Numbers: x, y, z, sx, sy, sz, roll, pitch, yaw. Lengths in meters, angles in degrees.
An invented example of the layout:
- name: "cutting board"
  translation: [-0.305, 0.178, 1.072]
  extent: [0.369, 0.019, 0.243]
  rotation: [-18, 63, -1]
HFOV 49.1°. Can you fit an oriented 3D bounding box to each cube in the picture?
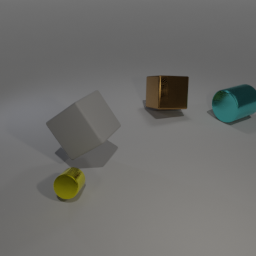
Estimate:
- name: "cube"
  translation: [-1.342, -0.108, 8.706]
  extent: [1.400, 1.400, 1.400]
  rotation: [-29, 9, 30]
- name: "cube"
  translation: [1.694, -1.573, 12.341]
  extent: [1.400, 1.400, 1.400]
  rotation: [-2, 9, -19]

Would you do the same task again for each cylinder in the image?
- name: "cylinder"
  translation: [-1.610, 1.515, 7.761]
  extent: [0.700, 0.700, 0.700]
  rotation: [4, 9, 7]
- name: "cylinder"
  translation: [4.570, -1.061, 11.928]
  extent: [1.400, 1.400, 1.400]
  rotation: [-16, 33, -27]
